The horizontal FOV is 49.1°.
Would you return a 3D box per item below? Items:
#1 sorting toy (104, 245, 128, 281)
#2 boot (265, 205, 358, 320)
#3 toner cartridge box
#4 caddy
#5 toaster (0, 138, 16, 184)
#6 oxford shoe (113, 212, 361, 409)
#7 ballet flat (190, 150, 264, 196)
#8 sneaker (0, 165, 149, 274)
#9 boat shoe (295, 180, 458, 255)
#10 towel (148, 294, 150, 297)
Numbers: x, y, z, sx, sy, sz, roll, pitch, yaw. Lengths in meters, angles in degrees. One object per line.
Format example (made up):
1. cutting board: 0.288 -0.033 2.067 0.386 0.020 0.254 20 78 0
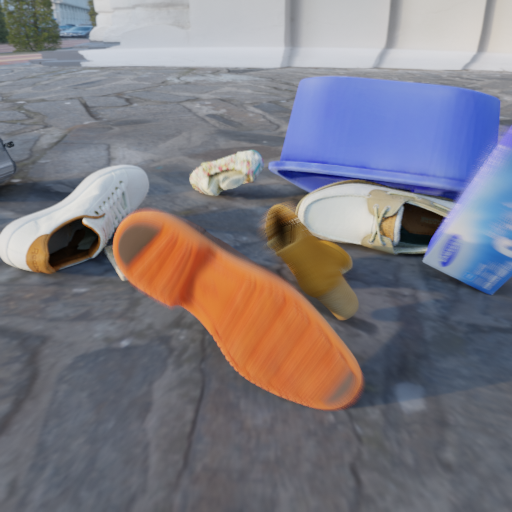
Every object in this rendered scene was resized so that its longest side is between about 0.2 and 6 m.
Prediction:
1. sorting toy: -1.968 -0.123 9.909 1.186 0.413 1.179 -14 31 -25
2. boot: 0.772 -0.175 8.686 0.839 1.708 2.385 -36 23 10
3. toner cartridge box: 3.633 -0.554 8.289 1.263 2.659 0.574 28 54 9
4. caddy: 2.730 -2.040 11.837 4.875 2.559 3.446 9 5 11
5. toaster: -6.557 -2.023 12.961 1.994 1.133 1.288 -12 21 35
6. oxford shoe: -0.100 0.524 7.049 3.452 1.231 1.258 39 17 8
7. ballet flat: -0.794 -1.785 12.794 2.278 0.862 0.728 -17 47 43
8. sneaker: -2.952 -0.622 10.513 1.428 1.228 3.372 17 42 29
9. boat shoe: 2.428 -0.702 10.438 3.341 1.248 1.143 1 17 0
10. towel: -1.554 0.233 9.806 1.065 0.158 1.452 -12 28 -21
